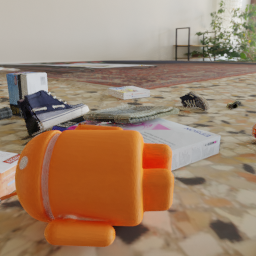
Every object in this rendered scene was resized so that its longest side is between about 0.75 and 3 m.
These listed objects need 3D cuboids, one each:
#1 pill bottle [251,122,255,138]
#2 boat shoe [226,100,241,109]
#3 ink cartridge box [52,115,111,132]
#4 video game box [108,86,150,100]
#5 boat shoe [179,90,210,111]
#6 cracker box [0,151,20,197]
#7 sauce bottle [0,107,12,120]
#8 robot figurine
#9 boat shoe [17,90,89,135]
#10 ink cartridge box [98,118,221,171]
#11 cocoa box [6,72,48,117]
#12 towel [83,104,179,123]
[{"bbox_3d":[4.239,0.190,8.231,0.627,0.627,1.110,-5,18,-15],"label":"pill bottle"},{"bbox_3d":[4.892,-1.030,12.790,0.938,0.335,0.308,-12,31,-33],"label":"boat shoe"},{"bbox_3d":[-1.582,0.031,9.178,1.127,0.441,2.380,9,22,26],"label":"ink cartridge box"},{"bbox_3d":[0.016,-2.002,15.725,1.701,0.437,1.867,-7,18,-30],"label":"video game box"},{"bbox_3d":[2.999,-1.129,12.807,0.821,0.661,1.771,-25,26,-1],"label":"boat shoe"},{"bbox_3d":[-3.225,0.933,5.880,1.978,0.571,1.325,6,18,18],"label":"cracker box"},{"bbox_3d":[-5.107,-0.325,9.711,0.721,0.721,2.227,11,22,32],"label":"sauce bottle"},{"bbox_3d":[-0.624,0.805,4.596,2.684,1.931,1.565,0,-9,6],"label":"robot figurine"},{"bbox_3d":[-2.511,-0.778,9.793,1.044,1.297,2.797,-22,5,31],"label":"boat shoe"},{"bbox_3d":[0.482,0.354,7.748,2.920,0.632,2.866,-11,20,-36],"label":"ink cartridge box"},{"bbox_3d":[-4.089,-1.391,11.498,1.131,1.723,1.149,8,17,26],"label":"cocoa box"},{"bbox_3d":[0.112,-0.515,9.076,2.334,0.403,2.247,-12,11,-42],"label":"towel"}]
